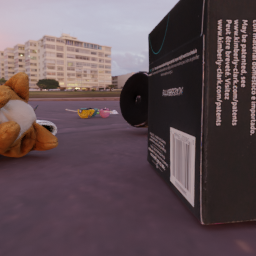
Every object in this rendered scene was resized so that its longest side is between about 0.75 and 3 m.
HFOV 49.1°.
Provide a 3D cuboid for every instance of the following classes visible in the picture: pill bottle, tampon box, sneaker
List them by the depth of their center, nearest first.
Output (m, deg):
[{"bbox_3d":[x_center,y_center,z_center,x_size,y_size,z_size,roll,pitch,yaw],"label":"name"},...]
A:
[{"bbox_3d":[1.749,-0.298,2.997,2.783,1.757,2.086,-1,6,-6],"label":"tampon box"},{"bbox_3d":[-2.214,0.011,5.744,1.463,0.539,0.845,-4,5,-40],"label":"sneaker"},{"bbox_3d":[1.070,-0.642,7.274,2.399,1.342,1.342,2,4,-41],"label":"pill bottle"}]

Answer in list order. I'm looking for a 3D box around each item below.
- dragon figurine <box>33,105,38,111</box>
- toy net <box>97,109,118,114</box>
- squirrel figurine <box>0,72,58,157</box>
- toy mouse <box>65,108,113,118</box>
[{"bbox_3d":[-3.649,-0.453,9.461,1.005,0.595,2.022,5,9,35],"label":"dragon figurine"},{"bbox_3d":[-1.056,-0.837,14.389,1.122,0.217,0.589,2,7,18],"label":"toy net"},{"bbox_3d":[-2.196,0.067,3.851,1.730,1.225,1.615,-12,10,29],"label":"squirrel figurine"},{"bbox_3d":[-1.376,-0.654,12.084,1.964,0.380,1.746,3,8,22],"label":"toy mouse"}]
